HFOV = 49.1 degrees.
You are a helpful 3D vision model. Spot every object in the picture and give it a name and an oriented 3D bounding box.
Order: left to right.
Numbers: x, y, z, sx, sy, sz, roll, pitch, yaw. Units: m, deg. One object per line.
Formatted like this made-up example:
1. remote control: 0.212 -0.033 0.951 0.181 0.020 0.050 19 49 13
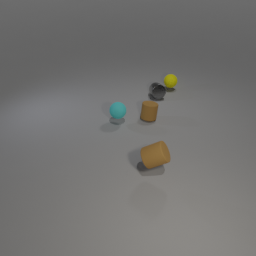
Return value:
1. ball: -0.418 -0.725 11.580 0.700 0.700 0.700 0 32 0
2. cylinder: 0.921 -0.740 12.094 0.700 0.700 0.700 6 25 -3
3. cylinder: 0.847 0.823 8.600 0.700 0.700 0.700 -22 24 23
4. cylinder: 1.456 -1.858 13.891 0.700 0.700 0.700 -5 20 -8
5. ball: 2.212 -2.440 14.546 0.700 0.700 0.700 0 32 0
